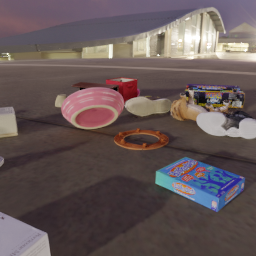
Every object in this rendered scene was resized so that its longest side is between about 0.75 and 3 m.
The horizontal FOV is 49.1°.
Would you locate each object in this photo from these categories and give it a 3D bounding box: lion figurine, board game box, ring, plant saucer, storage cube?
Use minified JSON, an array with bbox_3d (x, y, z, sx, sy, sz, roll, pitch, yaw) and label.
[{"bbox_3d":[2.767,-0.599,10.964,0.942,1.592,2.599,-37,52,-29],"label":"lion figurine"},{"bbox_3d":[1.632,1.208,6.430,1.602,0.360,1.218,17,24,42],"label":"board game box"},{"bbox_3d":[4.505,-1.756,14.920,2.876,0.815,2.377,4,20,12],"label":"board game box"},{"bbox_3d":[0.450,0.324,9.500,1.858,0.178,1.858,0,19,0],"label":"ring"},{"bbox_3d":[-1.217,-0.589,10.038,2.251,0.570,2.251,-9,-26,-5],"label":"plant saucer"},{"bbox_3d":[-0.328,-1.937,14.763,1.397,1.256,1.194,14,22,38],"label":"storage cube"}]

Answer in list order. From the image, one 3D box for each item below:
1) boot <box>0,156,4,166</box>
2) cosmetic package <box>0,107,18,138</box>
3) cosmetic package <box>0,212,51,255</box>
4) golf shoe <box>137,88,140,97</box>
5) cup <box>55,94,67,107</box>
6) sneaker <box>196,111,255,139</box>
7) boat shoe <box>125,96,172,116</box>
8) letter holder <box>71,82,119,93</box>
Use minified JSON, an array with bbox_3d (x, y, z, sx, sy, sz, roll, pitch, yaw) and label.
[{"bbox_3d":[-3.761,0.827,7.161,0.490,0.637,1.333,6,19,19],"label":"boot"},{"bbox_3d":[-5.173,-0.129,9.808,2.327,0.851,1.205,-8,20,-22],"label":"cosmetic package"},{"bbox_3d":[-2.064,1.786,4.259,1.641,0.607,0.834,8,20,28],"label":"cosmetic package"},{"bbox_3d":[-0.395,-2.198,16.245,2.402,0.905,1.099,8,16,20],"label":"golf shoe"},{"bbox_3d":[-3.348,-1.416,14.286,0.775,0.554,0.775,-1,18,0],"label":"cup"},{"bbox_3d":[3.617,-0.205,10.178,2.176,0.821,1.238,11,20,15],"label":"sneaker"},{"bbox_3d":[0.842,-1.046,12.704,2.384,0.857,0.710,-5,16,-29],"label":"boat shoe"},{"bbox_3d":[-1.779,-1.483,13.592,2.246,1.129,1.596,8,21,23],"label":"letter holder"}]
